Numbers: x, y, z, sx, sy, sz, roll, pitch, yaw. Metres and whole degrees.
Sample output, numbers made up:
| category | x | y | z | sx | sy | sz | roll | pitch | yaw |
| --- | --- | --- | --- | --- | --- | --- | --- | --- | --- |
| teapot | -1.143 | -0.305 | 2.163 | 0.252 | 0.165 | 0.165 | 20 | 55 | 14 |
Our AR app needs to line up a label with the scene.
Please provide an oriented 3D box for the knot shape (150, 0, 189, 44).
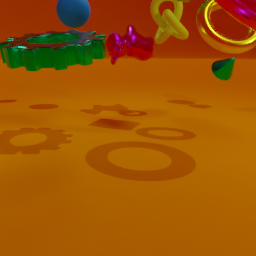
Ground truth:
| category | x | y | z | sx | sy | sz | roll | pitch | yaw |
| --- | --- | --- | --- | --- | --- | --- | --- | --- | --- |
| knot shape | 1.272 | -3.135 | 8.370 | 0.697 | 1.508 | 1.411 | -21 | 51 | -22 |

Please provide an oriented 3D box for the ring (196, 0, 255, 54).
| category | x | y | z | sx | sy | sz | roll | pitch | yaw |
| --- | --- | --- | --- | --- | --- | --- | --- | --- | --- |
| ring | 2.144 | -2.206 | 5.902 | 1.437 | 1.437 | 0.287 | -2 | -19 | -8 |

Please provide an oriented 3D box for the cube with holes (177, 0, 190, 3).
| category | x | y | z | sx | sy | sz | roll | pitch | yaw |
| --- | --- | --- | --- | --- | --- | --- | --- | --- | --- |
| cube with holes | 1.308 | -3.507 | 6.198 | 0.934 | 0.934 | 0.934 | -36 | 2 | 33 |

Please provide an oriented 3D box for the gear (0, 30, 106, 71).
| category | x | y | z | sx | sy | sz | roll | pitch | yaw |
| --- | --- | --- | --- | --- | --- | --- | --- | --- | --- |
| gear | -1.473 | -1.628 | 5.681 | 2.040 | 0.377 | 2.040 | -2 | 28 | 1 |

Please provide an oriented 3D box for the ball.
| category | x | y | z | sx | sy | sz | roll | pitch | yaw |
| --- | --- | --- | --- | --- | --- | --- | --- | --- | --- |
| ball | -1.766 | -3.807 | 9.065 | 1.085 | 1.085 | 1.085 | 0 | 15 | 0 |

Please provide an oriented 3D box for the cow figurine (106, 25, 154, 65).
| category | x | y | z | sx | sy | sz | roll | pitch | yaw |
| --- | --- | --- | --- | --- | --- | --- | --- | --- | --- |
| cow figurine | 0.103 | -2.620 | 9.216 | 1.735 | 0.953 | 1.708 | 22 | 45 | -21 |

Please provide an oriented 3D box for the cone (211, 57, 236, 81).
| category | x | y | z | sx | sy | sz | roll | pitch | yaw |
| --- | --- | --- | --- | --- | --- | --- | --- | --- | --- |
| cone | 3.516 | -2.235 | 9.808 | 0.846 | 0.846 | 0.849 | -4 | -18 | -16 |

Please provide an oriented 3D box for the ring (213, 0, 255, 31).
| category | x | y | z | sx | sy | sz | roll | pitch | yaw |
| --- | --- | --- | --- | --- | --- | --- | --- | --- | --- |
| ring | 1.561 | -2.088 | 4.006 | 2.052 | 0.410 | 2.052 | 38 | 17 | -14 |
